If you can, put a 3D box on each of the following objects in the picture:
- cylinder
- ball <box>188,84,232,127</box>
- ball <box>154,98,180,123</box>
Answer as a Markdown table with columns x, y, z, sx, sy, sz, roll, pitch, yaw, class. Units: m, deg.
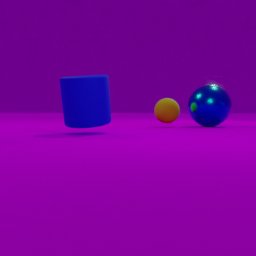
| x | y | z | sx | sy | sz | roll | pitch | yaw | class |
| --- | --- | --- | --- | --- | --- | --- | --- | --- | --- |
| -0.914 | -0.607 | 6.144 | 1.045 | 1.045 | 1.045 | -3 | 13 | 1 | cylinder |
| 2.625 | -0.717 | 9.049 | 1.366 | 1.366 | 1.366 | 0 | 3 | 0 | ball |
| 1.238 | -0.544 | 8.899 | 0.802 | 0.802 | 0.802 | 0 | 3 | 0 | ball |
